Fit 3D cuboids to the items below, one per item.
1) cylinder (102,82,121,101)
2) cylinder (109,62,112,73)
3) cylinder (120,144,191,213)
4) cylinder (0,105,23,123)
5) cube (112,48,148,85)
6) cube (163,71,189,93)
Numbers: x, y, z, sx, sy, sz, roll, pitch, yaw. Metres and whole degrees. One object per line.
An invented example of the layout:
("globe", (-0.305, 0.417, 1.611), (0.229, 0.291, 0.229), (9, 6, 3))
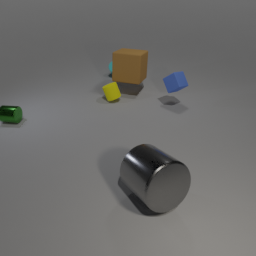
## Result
("cylinder", (-0.769, -1.719, 13.237), (0.700, 0.700, 0.700), (-20, 18, 7))
("cylinder", (-0.704, -3.407, 16.022), (0.700, 0.700, 0.700), (5, -6, 8))
("cylinder", (0.699, 1.289, 7.471), (1.400, 1.400, 1.400), (-16, 23, -24))
("cylinder", (-4.822, -0.568, 11.503), (0.700, 0.700, 0.700), (4, 31, 7))
("cube", (0.113, -3.043, 13.690), (1.400, 1.400, 1.400), (10, 26, 15))
("cube", (2.105, -2.020, 12.370), (0.700, 0.700, 0.700), (-16, -6, -43))
